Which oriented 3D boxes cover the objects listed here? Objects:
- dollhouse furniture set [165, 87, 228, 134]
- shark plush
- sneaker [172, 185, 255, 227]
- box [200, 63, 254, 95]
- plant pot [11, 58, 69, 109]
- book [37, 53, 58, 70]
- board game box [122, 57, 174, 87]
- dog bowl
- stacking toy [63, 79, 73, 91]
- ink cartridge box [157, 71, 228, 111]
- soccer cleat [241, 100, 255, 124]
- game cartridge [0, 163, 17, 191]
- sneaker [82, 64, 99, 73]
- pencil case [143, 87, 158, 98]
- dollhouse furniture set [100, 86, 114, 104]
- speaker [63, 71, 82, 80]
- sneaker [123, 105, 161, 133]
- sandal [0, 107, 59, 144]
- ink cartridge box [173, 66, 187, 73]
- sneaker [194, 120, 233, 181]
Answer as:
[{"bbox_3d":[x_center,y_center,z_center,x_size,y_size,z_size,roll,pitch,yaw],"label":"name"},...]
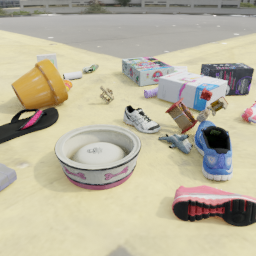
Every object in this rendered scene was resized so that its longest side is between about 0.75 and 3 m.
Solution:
[{"bbox_3d":[2.328,-0.718,9.497,1.915,1.031,0.779,-36,2,39],"label":"dollhouse furniture set"},{"bbox_3d":[1.493,0.439,9.030,1.252,0.569,0.521,23,66,29],"label":"shark plush"},{"bbox_3d":[2.042,1.613,6.393,2.051,0.756,0.890,3,27,7],"label":"sneaker"},{"bbox_3d":[4.586,-2.315,13.250,2.136,1.306,1.133,-2,27,-5],"label":"box"},{"bbox_3d":[-3.733,-1.649,11.649,1.761,1.924,1.924,-31,38,-21],"label":"plant pot"},{"bbox_3d":[-4.136,-3.062,14.514,0.979,1.465,0.352,-8,29,-14],"label":"book"},{"bbox_3d":[1.031,-3.178,15.410,1.990,0.867,2.698,-11,30,-19],"label":"board game box"},{"bbox_3d":[-0.807,0.791,7.839,2.355,0.868,2.355,0,28,0],"label":"dog bowl"},{"bbox_3d":[-3.015,-1.900,13.502,0.587,0.587,0.804,1,47,2],"label":"stacking toy"},{"bbox_3d":[2.776,-1.678,12.294,2.454,1.039,1.774,21,32,36],"label":"ink cartridge box"},{"bbox_3d":[5.054,-0.646,11.015,0.655,0.571,1.712,40,43,24],"label":"soccer cleat"},{"bbox_3d":[-4.450,1.295,7.359,2.619,0.503,1.698,14,27,25],"label":"game cartridge"},{"bbox_3d":[-2.086,-3.422,16.352,1.114,0.428,0.494,-31,38,-33],"label":"sneaker"},{"bbox_3d":[1.181,-1.668,12.979,0.957,0.409,0.401,-19,3,-31],"label":"pencil case"},{"bbox_3d":[-1.043,-1.550,12.177,0.444,0.798,0.706,-36,35,17],"label":"dollhouse furniture set"},{"bbox_3d":[-3.013,-2.823,15.211,0.990,0.402,0.402,-14,31,-25],"label":"speaker"},{"bbox_3d":[0.457,-0.345,10.163,1.645,0.721,0.622,23,33,33],"label":"sneaker"},{"bbox_3d":[-3.681,-0.251,10.037,1.089,0.654,2.900,22,35,35],"label":"sandal"},{"bbox_3d":[2.824,-3.036,15.491,0.875,0.507,1.208,4,28,8],"label":"ink cartridge box"},{"bbox_3d":[2.608,0.360,8.319,1.044,1.185,2.657,2,27,3],"label":"sneaker"}]
